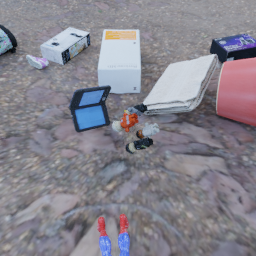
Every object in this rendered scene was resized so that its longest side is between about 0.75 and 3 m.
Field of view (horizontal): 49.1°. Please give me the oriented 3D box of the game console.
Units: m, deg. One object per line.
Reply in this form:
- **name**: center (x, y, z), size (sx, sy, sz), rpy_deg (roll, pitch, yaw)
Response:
- **game console**: center (-1.015, -0.586, 8.334), size (1.285, 1.097, 0.760), rpy_deg (-16, 60, -39)

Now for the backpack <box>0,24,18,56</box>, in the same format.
- **backpack**: center (-5.760, -3.585, 11.667), size (1.487, 1.128, 1.781), rpy_deg (35, 56, 28)

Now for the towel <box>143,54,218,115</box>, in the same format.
- **towel**: center (1.751, -1.501, 9.360), size (1.900, 0.494, 2.867), rpy_deg (-3, 40, 37)

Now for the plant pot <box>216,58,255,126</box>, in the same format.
- **plant pot**: center (3.871, -1.086, 8.462), size (2.087, 2.359, 2.359), rpy_deg (9, 44, 22)

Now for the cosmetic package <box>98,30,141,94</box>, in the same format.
- **cosmetic package**: center (-0.282, -2.636, 10.742), size (1.509, 1.060, 2.975), rpy_deg (0, 45, 0)

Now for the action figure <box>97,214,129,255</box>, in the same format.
- **action figure**: center (-0.144, 3.004, 5.296), size (0.846, 1.284, 2.594), rpy_deg (-8, 23, -4)

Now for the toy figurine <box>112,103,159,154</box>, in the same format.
- **toy figurine**: center (0.216, 0.007, 7.667), size (0.797, 1.146, 1.128), rpy_deg (-24, 19, 32)

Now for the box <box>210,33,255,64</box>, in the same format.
- **box**: center (4.510, -3.321, 11.742), size (1.688, 0.666, 1.192), rpy_deg (-14, 44, -14)

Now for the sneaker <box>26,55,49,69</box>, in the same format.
- **sneaker**: center (-3.645, -2.724, 11.384), size (0.991, 0.359, 0.565), rpy_deg (34, 47, 21)

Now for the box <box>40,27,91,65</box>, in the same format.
- **box**: center (-2.633, -3.555, 12.005), size (1.154, 0.595, 1.979), rpy_deg (22, 48, 21)
